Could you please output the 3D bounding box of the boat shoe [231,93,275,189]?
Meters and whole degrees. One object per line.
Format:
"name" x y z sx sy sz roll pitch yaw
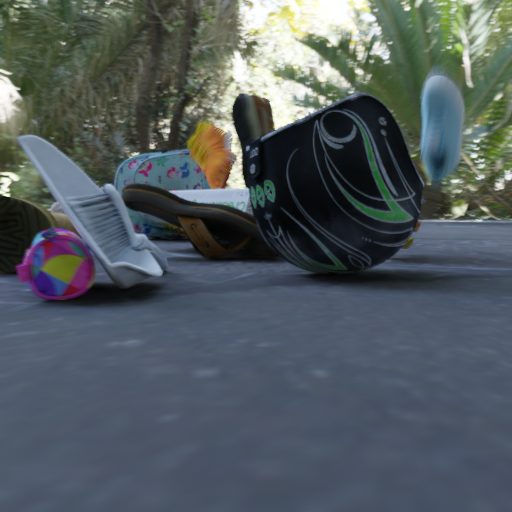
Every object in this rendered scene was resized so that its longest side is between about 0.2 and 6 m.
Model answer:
"boat shoe" 0.174 -2.143 11.207 0.864 2.339 0.885 -9 -2 -26

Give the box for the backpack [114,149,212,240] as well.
"backpack" -2.627 -1.783 16.429 3.009 2.671 2.266 -4 0 4

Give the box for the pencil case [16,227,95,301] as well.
"pencil case" -2.123 0.053 5.979 0.722 0.722 1.633 -2 4 -18

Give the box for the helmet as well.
"helmet" 1.050 -0.791 7.382 2.245 2.141 2.245 -24 7 3

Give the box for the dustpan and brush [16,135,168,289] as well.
"dustpan and brush" -1.579 -0.220 6.631 0.780 1.902 2.725 -35 -20 -14

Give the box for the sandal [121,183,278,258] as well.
"sandal" -1.024 -0.462 9.886 3.078 0.840 1.258 19 -16 3

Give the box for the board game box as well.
"board game box" -0.645 -0.707 11.482 3.207 0.555 2.024 4 -17 44

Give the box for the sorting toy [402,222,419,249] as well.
"sorting toy" 2.475 -0.757 10.075 0.265 1.472 1.976 9 -28 34

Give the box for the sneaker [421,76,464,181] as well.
"sneaker" 3.272 -2.194 9.957 0.701 1.897 0.777 5 41 36

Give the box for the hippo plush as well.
"hippo plush" -3.881 -0.588 12.940 1.281 1.269 1.593 37 40 27

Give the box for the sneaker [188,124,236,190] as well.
"sneaker" -0.994 -2.074 11.952 0.997 0.943 2.585 15 25 -16

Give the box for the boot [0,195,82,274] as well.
"boot" -3.767 -0.398 9.197 2.831 1.069 3.233 1 4 12
